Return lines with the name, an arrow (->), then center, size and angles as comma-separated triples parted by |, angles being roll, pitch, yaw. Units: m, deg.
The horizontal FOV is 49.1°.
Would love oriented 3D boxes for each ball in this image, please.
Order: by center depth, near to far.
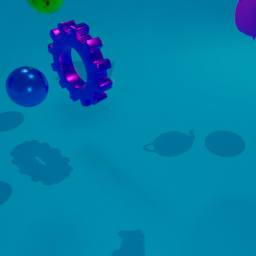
ball -> -1.869, -0.764, 5.213 | 0.760, 0.760, 0.760 | 0, 42, 0
ball -> -2.012, -3.246, 6.777 | 0.937, 0.937, 0.937 | 0, 42, 0

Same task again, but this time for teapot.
teapot -> 2.808, -2.509, 6.224 | 0.824, 1.683, 1.046 | 19, 76, 46

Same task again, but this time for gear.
gear -> -1.068, -1.351, 6.053 | 1.798, 1.798, 0.332 | 33, 48, 31
